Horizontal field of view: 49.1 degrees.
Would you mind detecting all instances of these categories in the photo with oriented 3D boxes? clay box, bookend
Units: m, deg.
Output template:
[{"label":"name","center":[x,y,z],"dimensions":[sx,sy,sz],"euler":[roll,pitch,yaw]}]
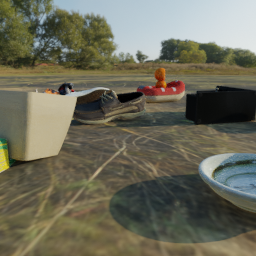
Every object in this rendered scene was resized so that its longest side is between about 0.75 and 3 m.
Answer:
[{"label":"clay box","center":[-3.203,0.639,4.495],"dimensions":[1.563,0.647,2.720],"euler":[4,14,11]},{"label":"bookend","center":[2.977,-0.924,10.275],"dimensions":[2.305,1.068,2.319],"euler":[-4,13,-15]}]

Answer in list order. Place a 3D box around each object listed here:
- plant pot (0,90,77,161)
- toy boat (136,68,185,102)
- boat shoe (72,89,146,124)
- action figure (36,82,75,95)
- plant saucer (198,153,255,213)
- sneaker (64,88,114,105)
[{"label":"plant pot","center":[-2.111,-0.078,5.840],"dimensions":[1.489,1.319,1.488],"euler":[5,4,24]},{"label":"toy boat","center":[1.736,-2.273,14.635],"dimensions":[2.587,1.691,1.688],"euler":[-6,15,-25]},{"label":"boat shoe","center":[-0.618,-0.829,9.459],"dimensions":[2.653,0.973,0.988],"euler":[-9,36,-24]},{"label":"action figure","center":[-3.319,-1.351,13.136],"dimensions":[2.020,1.092,2.088],"euler":[2,-16,-21]},{"label":"plant saucer","center":[1.940,0.840,4.093],"dimensions":[1.788,0.449,1.788],"euler":[-1,13,0]},{"label":"sneaker","center":[-1.768,-1.308,12.170],"dimensions":[2.551,0.929,1.080],"euler":[-9,18,-27]}]
